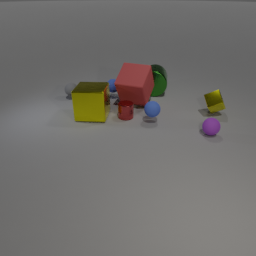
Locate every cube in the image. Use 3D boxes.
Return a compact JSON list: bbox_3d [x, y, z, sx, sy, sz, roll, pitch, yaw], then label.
[{"bbox_3d":[3.917,-1.183,12.630,0.700,0.700,0.700,-19,61,21],"label":"cube"},{"bbox_3d":[-1.610,-1.196,12.554,1.400,1.400,1.400,2,27,6],"label":"cube"},{"bbox_3d":[0.347,-2.112,13.502,1.400,1.400,1.400,11,60,19],"label":"cube"}]

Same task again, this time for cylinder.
[{"bbox_3d":[1.428,-2.599,15.223,1.400,1.400,1.400,4,28,7],"label":"cylinder"},{"bbox_3d":[-0.098,-0.796,12.609,0.700,0.700,0.700,0,28,0],"label":"cylinder"}]

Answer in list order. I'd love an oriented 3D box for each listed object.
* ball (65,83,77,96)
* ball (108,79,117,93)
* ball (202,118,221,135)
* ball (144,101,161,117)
[{"bbox_3d":[-2.924,-1.995,14.485,0.700,0.700,0.700,0,28,0],"label":"ball"},{"bbox_3d":[-0.771,-2.173,14.429,0.700,0.700,0.700,0,28,0],"label":"ball"},{"bbox_3d":[3.306,-0.060,11.114,0.700,0.700,0.700,0,28,0],"label":"ball"},{"bbox_3d":[1.048,-0.810,12.039,0.700,0.700,0.700,0,28,0],"label":"ball"}]
